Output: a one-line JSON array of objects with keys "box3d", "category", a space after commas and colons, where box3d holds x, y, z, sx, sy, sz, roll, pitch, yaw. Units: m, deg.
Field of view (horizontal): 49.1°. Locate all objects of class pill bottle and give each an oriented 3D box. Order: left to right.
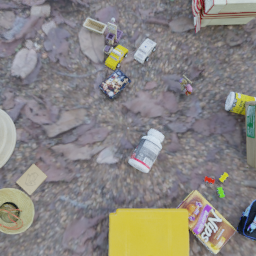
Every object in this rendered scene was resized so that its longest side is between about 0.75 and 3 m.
[{"box3d": [0.697, 0.788, 9.936, 0.799, 0.799, 1.443, 29, 75, 9], "category": "pill bottle"}, {"box3d": [4.392, -0.856, 10.480, 1.302, 0.725, 0.725, 14, 73, 4], "category": "pill bottle"}]

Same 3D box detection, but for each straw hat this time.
[{"box3d": [-3.994, 2.893, 9.302, 1.664, 1.664, 0.704, 47, 121, 13], "category": "straw hat"}]

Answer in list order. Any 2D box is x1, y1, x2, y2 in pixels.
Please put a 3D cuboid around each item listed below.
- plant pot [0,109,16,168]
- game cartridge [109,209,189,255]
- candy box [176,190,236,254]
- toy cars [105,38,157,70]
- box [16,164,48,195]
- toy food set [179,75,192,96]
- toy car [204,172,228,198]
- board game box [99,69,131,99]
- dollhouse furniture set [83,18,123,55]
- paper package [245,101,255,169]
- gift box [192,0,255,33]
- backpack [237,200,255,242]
[{"box3d": [-5.556, 0.078, 9.228, 2.811, 2.573, 2.811, 0, 72, 0], "category": "plant pot"}, {"box3d": [0.653, 4.018, 8.828, 2.529, 0.465, 2.869, 1, 83, 0], "category": "game cartridge"}, {"box3d": [2.538, 3.114, 9.372, 1.064, 0.515, 1.824, -43, 79, -13], "category": "candy box"}, {"box3d": [0.130, -3.061, 11.278, 2.268, 0.502, 1.017, -14, 74, -4], "category": "toy cars"}, {"box3d": [-3.421, 1.827, 9.987, 0.713, 0.093, 0.872, 39, 76, 11], "category": "box"}, {"box3d": [2.159, -1.509, 10.484, 0.163, 1.037, 0.659, -37, 64, -8], "category": "toy food set"}, {"box3d": [3.180, 2.041, 9.868, 0.875, 0.195, 0.823, -12, 74, -3], "category": "toy car"}, {"box3d": [-0.514, -1.741, 11.034, 1.066, 0.185, 0.722, -43, 77, -12], "category": "board game box"}, {"box3d": [-1.177, -3.957, 11.213, 1.621, 1.150, 1.284, 24, 74, 7], "category": "dollhouse furniture set"}, {"box3d": [5.282, 0.216, 9.544, 2.263, 1.228, 2.374, -1, 94, 0], "category": "paper package"}, {"box3d": [3.757, -5.325, 10.974, 2.641, 2.828, 2.609, -2, 86, -5], "category": "gift box"}, {"box3d": [4.339, 3.037, 9.188, 1.212, 0.893, 1.328, 21, 75, 6], "category": "backpack"}]
